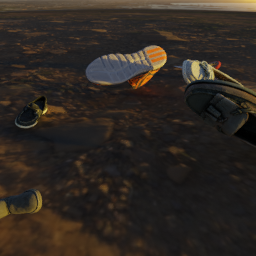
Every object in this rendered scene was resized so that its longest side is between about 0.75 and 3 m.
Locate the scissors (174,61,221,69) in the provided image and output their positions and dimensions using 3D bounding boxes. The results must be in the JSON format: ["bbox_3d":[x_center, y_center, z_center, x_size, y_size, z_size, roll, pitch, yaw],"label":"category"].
[{"bbox_3d":[2.880,-2.533,12.325,2.530,0.176,0.925,8,60,44],"label":"scissors"}]

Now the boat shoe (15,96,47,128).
[{"bbox_3d":[-2.702,-0.519,8.011,0.569,0.505,1.523,25,28,2],"label":"boat shoe"}]

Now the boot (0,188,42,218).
[{"bbox_3d":[-1.958,1.216,4.056,1.005,0.401,1.106,-24,-14,32],"label":"boot"}]

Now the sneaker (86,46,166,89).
[{"bbox_3d":[-0.089,-1.849,9.865,2.871,1.608,1.114,-15,75,-15],"label":"sneaker"}]

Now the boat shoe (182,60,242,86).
[{"bbox_3d":[2.622,-1.493,8.659,2.444,0.901,0.784,22,-23,-34],"label":"boat shoe"}]

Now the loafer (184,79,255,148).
[{"bbox_3d":[2.582,-0.127,6.065,2.964,1.065,0.932,23,53,0],"label":"loafer"}]
